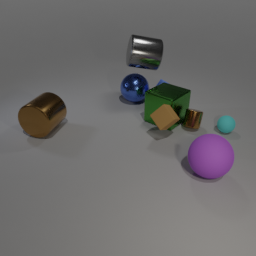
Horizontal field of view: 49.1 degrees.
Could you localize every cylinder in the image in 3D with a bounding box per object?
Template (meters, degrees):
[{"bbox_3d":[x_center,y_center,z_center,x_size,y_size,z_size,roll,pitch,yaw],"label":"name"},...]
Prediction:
[{"bbox_3d":[0.730,-3.401,12.680,1.400,1.400,1.400,6,30,-11],"label":"cylinder"},{"bbox_3d":[2.659,-0.390,11.463,0.700,0.700,0.700,10,12,-2],"label":"cylinder"},{"bbox_3d":[-3.383,-0.541,11.177,1.400,1.400,1.400,9,30,14],"label":"cylinder"}]

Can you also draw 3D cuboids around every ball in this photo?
[{"bbox_3d":[3.932,-0.152,11.212,0.700,0.700,0.700,0,31,0],"label":"ball"},{"bbox_3d":[2.586,0.878,8.777,1.400,1.400,1.400,0,31,0],"label":"ball"},{"bbox_3d":[0.324,-1.941,13.561,1.400,1.400,1.400,0,31,0],"label":"ball"}]

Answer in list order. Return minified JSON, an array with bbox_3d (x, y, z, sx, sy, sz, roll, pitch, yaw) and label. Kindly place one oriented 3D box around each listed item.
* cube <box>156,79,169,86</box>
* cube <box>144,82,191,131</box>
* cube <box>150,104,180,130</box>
[{"bbox_3d":[1.739,-1.786,13.440,0.700,0.700,0.700,24,26,-27],"label":"cube"},{"bbox_3d":[1.657,-0.949,11.904,1.400,1.400,1.400,24,38,34],"label":"cube"},{"bbox_3d":[1.390,-0.399,10.506,0.700,0.700,0.700,57,22,14],"label":"cube"}]
